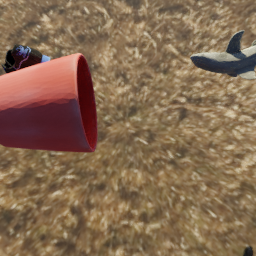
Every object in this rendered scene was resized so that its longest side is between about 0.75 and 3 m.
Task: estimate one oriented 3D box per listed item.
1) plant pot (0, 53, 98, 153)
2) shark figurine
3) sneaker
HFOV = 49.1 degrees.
[{"bbox_3d":[-1.540,-0.383,5.271,1.665,1.882,1.882,-5,75,3],"label":"plant pot"},{"bbox_3d":[3.018,-1.715,6.622,2.612,1.561,1.090,-28,44,30],"label":"shark figurine"},{"bbox_3d":[-2.416,-1.332,6.185,0.752,1.930,0.677,26,66,-32],"label":"sneaker"}]
